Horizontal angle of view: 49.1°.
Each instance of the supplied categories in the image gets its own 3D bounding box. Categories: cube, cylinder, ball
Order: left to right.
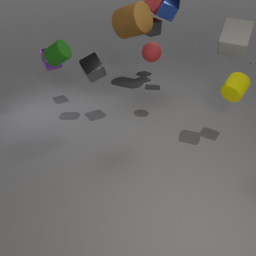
[{"bbox_3d":[-3.271,-2.969,11.994,0.700,0.700,0.700,-23,78,-18],"label":"cube"},{"bbox_3d":[-2.422,-2.577,9.674,0.700,0.700,0.700,-23,20,27],"label":"cylinder"},{"bbox_3d":[-1.298,-2.214,10.343,0.700,0.700,0.700,-31,73,-5],"label":"cube"},{"bbox_3d":[0.209,-4.962,12.980,1.400,1.400,1.400,1,24,41],"label":"cylinder"},{"bbox_3d":[0.841,-2.689,9.933,0.700,0.700,0.700,0,30,0],"label":"ball"},{"bbox_3d":[1.164,-4.955,13.733,0.700,0.700,0.700,-23,44,-30],"label":"cube"},{"bbox_3d":[1.309,-6.099,13.706,0.700,0.700,0.700,48,16,4],"label":"cube"},{"bbox_3d":[1.686,-5.022,11.664,0.700,0.700,0.700,19,57,-10],"label":"cube"},{"bbox_3d":[2.735,-2.290,7.167,0.700,0.700,0.700,16,-9,18],"label":"cube"},{"bbox_3d":[3.461,-1.316,9.029,0.700,0.700,0.700,23,63,35],"label":"cylinder"}]
